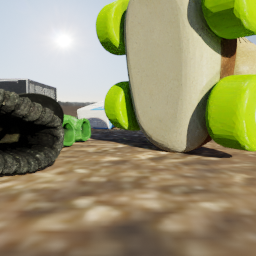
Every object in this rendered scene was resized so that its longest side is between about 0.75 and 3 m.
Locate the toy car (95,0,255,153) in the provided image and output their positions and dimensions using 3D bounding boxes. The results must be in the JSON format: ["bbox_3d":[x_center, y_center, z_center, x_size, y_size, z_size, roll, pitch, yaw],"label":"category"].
[{"bbox_3d":[1.428,-1.033,4.273,2.963,2.338,2.434,-13,14,-36],"label":"toy car"}]

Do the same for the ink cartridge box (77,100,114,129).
[{"bbox_3d":[-0.756,-0.535,9.981,1.247,0.731,1.703,2,16,30],"label":"ink cartridge box"}]

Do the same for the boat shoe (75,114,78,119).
[{"bbox_3d":[-2.274,-0.447,13.528,0.566,0.537,1.620,-2,4,-38],"label":"boat shoe"}]

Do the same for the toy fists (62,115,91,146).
[{"bbox_3d":[-1.190,0.020,4.645,0.764,0.515,1.498,-4,4,10],"label":"toy fists"}]

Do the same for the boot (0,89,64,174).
[{"bbox_3d":[-1.078,-0.028,2.874,1.444,0.727,1.931,-6,10,37],"label":"boot"}]

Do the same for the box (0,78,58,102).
[{"bbox_3d":[-3.506,-0.650,8.603,2.040,1.438,2.756,-1,3,1],"label":"box"}]
